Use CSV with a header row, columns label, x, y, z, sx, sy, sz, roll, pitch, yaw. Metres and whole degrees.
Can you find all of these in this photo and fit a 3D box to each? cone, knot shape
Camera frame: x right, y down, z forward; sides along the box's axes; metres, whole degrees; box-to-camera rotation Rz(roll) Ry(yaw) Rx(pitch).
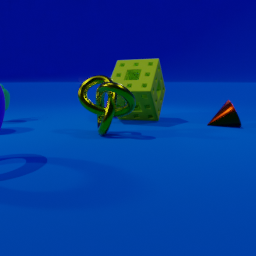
label,x,y,z,sx,sy,sz,roll,pitch,yaw
cone,-0.285,-0.648,10.355,0.899,0.899,0.902,2,-16,11
knot shape,-0.613,-0.693,6.823,1.402,1.498,0.692,51,35,18
cone,2.726,-0.260,8.246,0.862,0.859,0.859,-25,5,12

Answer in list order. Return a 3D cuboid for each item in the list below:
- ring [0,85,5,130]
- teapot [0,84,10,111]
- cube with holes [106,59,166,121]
label,x,y,z,sx,sy,sz,roll,pitch,yaw
ring,-2.415,-0.117,4.349,0.308,1.539,1.539,16,11,2
teapot,-4.119,-0.932,8.868,0.613,1.252,0.778,6,14,-10
cube with holes,0.318,-1.207,9.002,1.384,1.384,1.384,2,54,20
